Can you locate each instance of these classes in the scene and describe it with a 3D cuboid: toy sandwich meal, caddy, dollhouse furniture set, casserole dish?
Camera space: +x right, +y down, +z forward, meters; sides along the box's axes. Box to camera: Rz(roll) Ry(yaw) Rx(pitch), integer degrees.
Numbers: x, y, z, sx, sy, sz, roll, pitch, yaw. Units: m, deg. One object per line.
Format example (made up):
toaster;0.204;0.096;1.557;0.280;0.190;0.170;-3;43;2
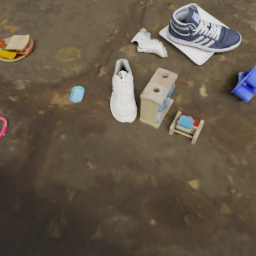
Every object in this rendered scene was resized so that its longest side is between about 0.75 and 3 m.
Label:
toy sandwich meal;-4.896;-3.486;11.918;1.704;0.584;1.704;0;57;0
caddy;4.426;-1.713;10.235;0.913;1.230;1.740;44;38;10
dollhouse furniture set;1.667;-0.776;9.641;2.102;1.482;1.473;23;60;15
casserole dish;-1.938;-1.260;10.749;0.477;0.153;0.787;5;58;3

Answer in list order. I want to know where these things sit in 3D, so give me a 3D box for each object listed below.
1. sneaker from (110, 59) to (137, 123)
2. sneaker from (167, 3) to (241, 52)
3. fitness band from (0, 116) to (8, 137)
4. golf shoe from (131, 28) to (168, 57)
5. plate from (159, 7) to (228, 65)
sneaker;-0.190;-1.402;10.317;0.988;1.066;2.630;-4;59;-4
sneaker;3.048;-3.917;11.005;2.987;1.621;1.047;12;77;9
fitness band;-4.662;-0.003;9.924;0.693;0.181;0.965;0;56;0
golf shoe;0.894;-3.417;11.945;0.899;0.724;1.849;-40;59;-4
plate;2.975;-4.013;12.162;2.376;0.384;2.371;-42;72;-14
